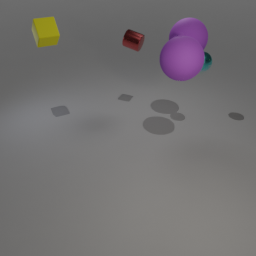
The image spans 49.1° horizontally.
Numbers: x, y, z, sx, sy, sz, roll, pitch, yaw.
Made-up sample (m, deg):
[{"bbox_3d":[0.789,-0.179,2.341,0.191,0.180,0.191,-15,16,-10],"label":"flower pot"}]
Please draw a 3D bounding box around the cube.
[{"bbox_3d":[-2.787,-3.234,9.463,0.700,0.700,0.700,-17,-3,-24],"label":"cube"}]

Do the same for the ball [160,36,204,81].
[{"bbox_3d":[1.705,-2.199,8.894,1.400,1.400,1.400,0,32,0],"label":"ball"}]

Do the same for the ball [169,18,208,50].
[{"bbox_3d":[2.196,-3.272,10.211,1.400,1.400,1.400,0,32,0],"label":"ball"}]

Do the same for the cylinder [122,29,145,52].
[{"bbox_3d":[0.224,-3.564,11.403,0.700,0.700,0.700,24,36,10],"label":"cylinder"}]

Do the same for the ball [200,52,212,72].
[{"bbox_3d":[2.625,-2.352,9.930,0.700,0.700,0.700,0,32,0],"label":"ball"}]
